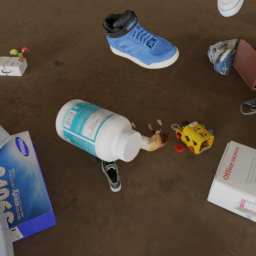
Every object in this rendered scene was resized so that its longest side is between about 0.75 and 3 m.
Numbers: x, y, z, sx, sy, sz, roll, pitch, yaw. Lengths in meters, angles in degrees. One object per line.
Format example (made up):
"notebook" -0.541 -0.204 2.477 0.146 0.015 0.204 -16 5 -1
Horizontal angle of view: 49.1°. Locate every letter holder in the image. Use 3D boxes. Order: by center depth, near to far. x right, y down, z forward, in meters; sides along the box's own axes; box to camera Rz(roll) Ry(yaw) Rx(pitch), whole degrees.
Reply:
"letter holder" 4.994 -2.540 10.818 0.928 1.311 1.845 -6 44 -6

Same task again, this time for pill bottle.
"pill bottle" -0.803 0.114 7.891 2.372 1.314 1.314 23 48 31

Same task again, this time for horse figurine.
"horse figurine" 0.461 0.307 8.450 1.813 0.453 1.202 2 55 -6

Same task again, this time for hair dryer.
"hair dryer" 5.382 -1.203 9.829 2.177 0.776 2.858 22 47 23

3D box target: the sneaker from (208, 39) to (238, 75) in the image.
"sneaker" 3.817 -2.967 11.690 1.079 0.976 2.534 11 37 25

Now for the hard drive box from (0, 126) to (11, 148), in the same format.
"hard drive box" -4.714 0.528 7.269 1.962 0.967 2.518 25 64 34

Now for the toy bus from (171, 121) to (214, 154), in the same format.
"toy bus" 1.964 0.137 8.504 1.308 0.676 1.234 8 44 7

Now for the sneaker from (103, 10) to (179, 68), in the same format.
"sneaker" 0.244 -2.387 7.334 2.225 1.238 0.854 29 73 33

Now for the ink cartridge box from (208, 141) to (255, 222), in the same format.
"ink cartridge box" 3.285 1.438 6.979 2.153 0.911 1.556 22 48 20

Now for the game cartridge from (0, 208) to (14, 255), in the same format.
"game cartridge" -3.067 2.834 5.383 1.626 0.499 2.443 -11 64 -3

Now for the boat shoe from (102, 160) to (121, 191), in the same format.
"boat shoe" -0.432 1.170 7.628 0.408 0.401 1.131 -15 46 -15

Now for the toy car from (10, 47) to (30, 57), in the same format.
"toy car" -4.786 -3.333 12.447 0.855 0.191 0.805 -16 46 -15

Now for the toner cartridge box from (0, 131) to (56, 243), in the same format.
"toner cartridge box" -2.917 1.390 7.234 1.376 0.625 2.896 -18 47 -18

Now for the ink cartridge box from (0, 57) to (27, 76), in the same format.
"ink cartridge box" -4.777 -2.524 11.426 1.062 0.440 0.779 3 44 3

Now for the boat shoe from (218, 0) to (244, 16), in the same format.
"boat shoe" 2.369 -3.367 6.546 0.603 0.547 1.639 -6 59 36
